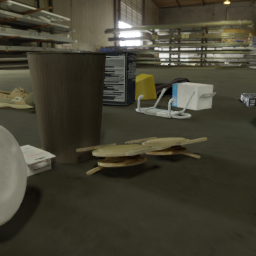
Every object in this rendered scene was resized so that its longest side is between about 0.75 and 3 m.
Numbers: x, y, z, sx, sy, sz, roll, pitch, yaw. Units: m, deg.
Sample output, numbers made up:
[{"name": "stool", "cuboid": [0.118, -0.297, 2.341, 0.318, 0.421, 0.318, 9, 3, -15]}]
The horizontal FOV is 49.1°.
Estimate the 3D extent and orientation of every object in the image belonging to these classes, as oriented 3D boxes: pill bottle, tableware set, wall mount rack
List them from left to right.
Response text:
[{"name": "pill bottle", "cuboid": [-2.574, 0.696, 3.515, 2.211, 1.258, 1.258, -10, 13, 13]}, {"name": "tableware set", "cuboid": [0.399, 0.571, 6.026, 2.552, 0.511, 1.687, -6, 3, -43]}, {"name": "wall mount rack", "cuboid": [1.551, -1.007, 11.152, 2.376, 0.886, 2.064, 12, 19, 35]}]

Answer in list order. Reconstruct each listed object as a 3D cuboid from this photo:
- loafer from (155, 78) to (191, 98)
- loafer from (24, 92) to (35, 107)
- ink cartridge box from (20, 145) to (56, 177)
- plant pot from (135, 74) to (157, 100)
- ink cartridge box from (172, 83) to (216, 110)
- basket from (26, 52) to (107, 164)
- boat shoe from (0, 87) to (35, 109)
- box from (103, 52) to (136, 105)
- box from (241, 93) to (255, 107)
[{"name": "loafer", "cuboid": [2.457, -2.135, 15.728, 2.765, 0.994, 0.871, -13, 39, -22]}, {"name": "loafer", "cuboid": [-3.482, -1.226, 11.679, 0.801, 0.865, 2.299, -4, 0, 15]}, {"name": "ink cartridge box", "cuboid": [-2.040, 0.686, 5.768, 1.102, 0.372, 0.642, 11, 18, 40]}, {"name": "plant pot", "cuboid": [0.654, -2.074, 14.752, 1.110, 1.259, 1.259, -18, 21, -21]}, {"name": "ink cartridge box", "cuboid": [2.903, -1.406, 12.342, 1.060, 1.032, 1.648, -11, 18, -35]}, {"name": "basket", "cuboid": [-1.335, -0.509, 6.385, 1.606, 2.361, 2.129, -11, 18, -35]}, {"name": "boat shoe", "cuboid": [-4.927, -1.360, 12.515, 2.635, 0.856, 0.950, 1, 15, 4]}, {"name": "box", "cuboid": [-0.933, -2.383, 13.356, 2.396, 2.376, 1.476, 6, 12, 18]}, {"name": "box", "cuboid": [6.214, -1.334, 13.245, 1.363, 0.430, 1.729, 3, 15, 10]}]
